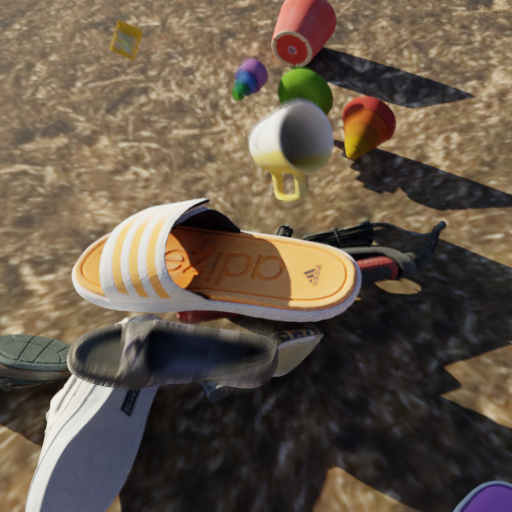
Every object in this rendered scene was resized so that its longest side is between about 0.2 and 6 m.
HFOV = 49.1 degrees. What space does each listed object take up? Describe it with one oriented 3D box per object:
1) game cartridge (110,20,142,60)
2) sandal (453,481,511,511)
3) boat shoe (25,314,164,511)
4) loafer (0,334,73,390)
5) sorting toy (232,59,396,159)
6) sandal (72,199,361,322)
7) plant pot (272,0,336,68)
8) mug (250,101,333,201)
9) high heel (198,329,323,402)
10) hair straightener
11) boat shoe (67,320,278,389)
[{"bbox_3d":[-1.900,-3.149,8.181,0.390,0.443,0.072,24,20,4],"label":"game cartridge"},{"bbox_3d":[2.010,3.201,4.941,1.104,0.667,2.712,27,54,22],"label":"sandal"},{"bbox_3d":[-1.821,1.757,6.141,0.913,0.927,2.616,-11,43,31],"label":"boat shoe"},{"bbox_3d":[-3.078,1.311,6.746,1.967,0.619,0.707,8,19,2],"label":"loafer"},{"bbox_3d":[0.840,-2.345,9.314,2.870,0.995,0.988,25,56,6],"label":"sorting toy"},{"bbox_3d":[-0.578,-0.094,6.216,3.436,0.985,1.316,3,51,19],"label":"sandal"},{"bbox_3d":[0.898,-4.506,11.364,1.220,1.220,1.080,17,61,14],"label":"plant pot"},{"bbox_3d":[0.370,-1.527,8.082,1.008,0.984,1.228,2,66,57],"label":"mug"},{"bbox_3d":[-0.118,1.000,6.947,1.678,0.599,1.196,-21,41,-21],"label":"high heel"},{"bbox_3d":[0.701,-0.121,7.613,3.825,0.783,1.472,-13,43,-6],"label":"hair straightener"},{"bbox_3d":[-0.734,0.873,5.163,1.938,0.552,0.648,5,60,-12],"label":"boat shoe"}]
